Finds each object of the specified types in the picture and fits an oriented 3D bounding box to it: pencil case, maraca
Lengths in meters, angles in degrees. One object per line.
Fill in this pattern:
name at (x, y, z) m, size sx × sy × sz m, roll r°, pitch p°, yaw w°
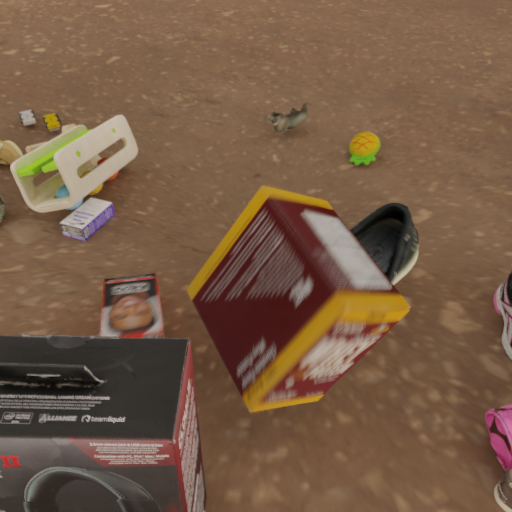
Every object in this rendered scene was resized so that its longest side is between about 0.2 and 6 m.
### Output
pencil case at (3.648, 2.088, 6.629) m, size 1.775 × 0.831 × 0.806 m, roll -7°, pitch 19°, yaw -4°
maraca at (2.354, -2.329, 12.215) m, size 0.666 × 0.519 × 0.971 m, roll -1°, pitch 53°, yaw 23°

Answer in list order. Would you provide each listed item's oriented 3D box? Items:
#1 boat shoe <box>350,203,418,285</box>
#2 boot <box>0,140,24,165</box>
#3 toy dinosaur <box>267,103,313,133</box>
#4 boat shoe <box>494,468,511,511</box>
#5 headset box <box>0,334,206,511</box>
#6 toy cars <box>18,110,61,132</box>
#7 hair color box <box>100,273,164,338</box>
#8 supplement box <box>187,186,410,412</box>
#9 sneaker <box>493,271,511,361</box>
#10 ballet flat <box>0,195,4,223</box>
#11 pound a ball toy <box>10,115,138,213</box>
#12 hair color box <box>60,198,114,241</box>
boat shoe at (1.184, 0.444, 7.914) m, size 3.360 × 1.114 × 1.256 m, roll -38°, pitch 58°, yaw -19°
boot at (-5.719, -2.042, 11.805) m, size 1.505 × 0.548 × 1.170 m, roll 24°, pitch 45°, yaw 28°
toy dinosaur at (0.822, -3.178, 13.073) m, size 1.416 × 0.545 × 0.724 m, roll -19°, pitch 34°, yaw -25°
boat shoe at (3.333, 2.821, 5.972) m, size 1.487 × 0.442 × 0.534 m, roll 29°, pitch 47°, yaw 30°
headset box at (-1.632, 1.900, 5.153) m, size 2.157 × 2.898 × 1.119 m, roll 1°, pitch 39°, yaw 0°
toy cars at (-5.170, -3.198, 13.427) m, size 1.390 × 0.308 × 0.623 m, roll 13°, pitch 41°, yaw 20°
hair color box at (-1.772, 0.864, 8.047) m, size 0.827 × 0.499 × 1.628 m, roll -7°, pitch 28°, yaw -11°
supplement box at (0.413, 0.519, 6.683) m, size 1.220 × 1.813 × 1.838 m, roll 6°, pitch 41°, yaw -45°
sneaker at (3.926, 0.862, 8.092) m, size 0.731 × 0.785 × 1.819 m, roll -3°, pitch 40°, yaw -1°
ballet flat at (-5.789, -0.635, 9.963) m, size 2.459 × 0.834 × 0.926 m, roll -11°, pitch 51°, yaw -18°
pound a ball toy at (-3.625, -1.812, 11.137) m, size 1.846 × 1.202 × 2.831 m, roll -7°, pitch 27°, yaw 22°
hair color box at (-3.108, -0.687, 10.354) m, size 0.509 × 0.302 × 0.932 m, roll 14°, pitch 40°, yaw 20°
